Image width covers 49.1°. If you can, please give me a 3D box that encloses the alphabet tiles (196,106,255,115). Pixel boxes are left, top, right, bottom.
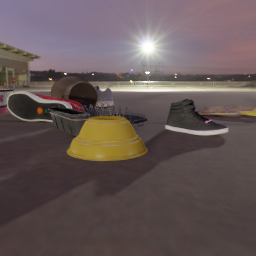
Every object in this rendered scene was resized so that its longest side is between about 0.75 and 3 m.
[{"bbox_3d":[3.821,-0.708,11.073,2.234,0.084,1.867,2,12,38],"label":"alphabet tiles"}]

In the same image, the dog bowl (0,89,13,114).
[{"bbox_3d":[-6.229,-1.127,11.729,2.719,1.002,2.719,0,10,0],"label":"dog bowl"}]

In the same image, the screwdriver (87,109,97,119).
[{"bbox_3d":[-1.125,-0.185,8.320,0.404,0.387,2.777,28,11,-13],"label":"screwdriver"}]

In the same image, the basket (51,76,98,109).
[{"bbox_3d":[-2.342,-1.568,12.983,2.089,1.575,2.317,-11,17,-22],"label":"basket"}]

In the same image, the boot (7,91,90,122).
[{"bbox_3d":[-2.698,-0.741,9.785,2.544,0.921,1.835,11,12,17],"label":"boot"}]

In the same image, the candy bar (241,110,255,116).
[{"bbox_3d":[5.109,-0.546,10.383,0.580,0.258,2.327,-7,11,-21],"label":"candy bar"}]

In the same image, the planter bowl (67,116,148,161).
[{"bbox_3d":[-0.377,0.114,5.157,1.491,0.621,1.491,0,10,0],"label":"planter bowl"}]

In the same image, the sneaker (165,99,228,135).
[{"bbox_3d":[1.689,-0.296,7.037,1.679,0.833,0.594,9,11,39],"label":"sneaker"}]

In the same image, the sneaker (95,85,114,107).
[{"bbox_3d":[-1.937,-1.705,14.882,2.480,1.141,0.939,2,8,13],"label":"sneaker"}]

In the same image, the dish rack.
[{"bbox_3d":[-0.716,-0.310,7.398,2.317,0.632,1.777,-12,16,-34],"label":"dish rack"}]
